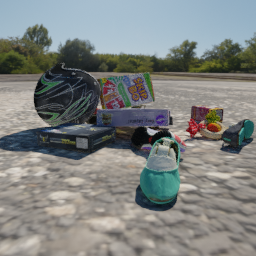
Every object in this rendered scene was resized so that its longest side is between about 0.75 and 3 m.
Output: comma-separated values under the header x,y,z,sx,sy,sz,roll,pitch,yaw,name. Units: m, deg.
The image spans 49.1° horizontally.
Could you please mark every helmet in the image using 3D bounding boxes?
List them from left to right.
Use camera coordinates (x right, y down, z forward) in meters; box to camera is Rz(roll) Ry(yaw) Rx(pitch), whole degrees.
x,y,z,sx,sy,sz,roll,pitch,yaw,name
-2.361,-1.162,10.875,2.528,2.528,2.410,-7,28,-30,helmet

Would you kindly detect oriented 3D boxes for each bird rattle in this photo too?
x,y,z,sx,sy,sz,roll,pitch,yaw,name
2.866,-0.047,9.947,1.495,0.842,1.218,-14,34,-38,bird rattle

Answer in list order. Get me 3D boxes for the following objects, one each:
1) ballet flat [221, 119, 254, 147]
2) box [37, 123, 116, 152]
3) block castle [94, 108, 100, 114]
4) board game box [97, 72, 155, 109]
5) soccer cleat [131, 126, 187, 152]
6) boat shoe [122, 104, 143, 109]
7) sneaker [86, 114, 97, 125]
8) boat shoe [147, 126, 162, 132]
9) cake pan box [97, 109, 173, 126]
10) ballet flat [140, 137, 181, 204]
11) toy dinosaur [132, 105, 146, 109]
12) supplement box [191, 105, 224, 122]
x,y,z,sx,sy,sz,roll,pitch,yaw,name
3.601,0.106,9.272,0.760,0.760,2.081,9,17,34,ballet flat
-1.614,0.240,8.976,2.005,0.511,1.581,5,12,27,box
-0.789,-1.369,13.995,1.088,1.549,2.318,7,13,35,block castle
0.058,-1.611,12.164,2.873,1.373,0.431,-15,7,-36,board game box
0.822,0.404,8.292,0.761,0.709,2.079,27,-11,-29,soccer cleat
-0.187,-1.269,13.155,0.991,0.862,2.688,-5,10,35,boat shoe
-1.308,-0.460,12.224,1.408,0.531,0.558,-10,14,-39,sneaker
0.810,0.099,9.904,0.941,0.338,0.280,-5,48,-38,boat shoe
0.381,-0.384,10.469,2.579,0.675,2.375,0,4,9,cake pan box
0.730,0.708,6.061,0.826,0.863,2.452,3,13,10,ballet flat
0.386,-0.874,14.039,0.930,0.535,1.840,6,25,7,toy dinosaur
3.597,-0.645,12.774,0.814,0.642,1.244,-7,14,-30,supplement box
